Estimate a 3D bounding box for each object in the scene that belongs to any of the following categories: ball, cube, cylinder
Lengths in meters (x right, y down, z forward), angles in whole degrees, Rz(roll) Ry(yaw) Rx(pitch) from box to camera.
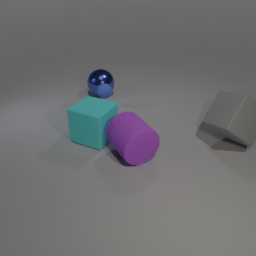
[{"bbox_3d":[-1.395,-2.329,14.447,1.400,1.400,1.400,0,30,0],"label":"ball"},{"bbox_3d":[-1.093,-1.720,13.098,0.700,0.700,0.700,0,30,0],"label":"ball"},{"bbox_3d":[3.892,-0.378,10.188,1.400,1.400,1.400,29,0,-26],"label":"cube"},{"bbox_3d":[-1.308,-0.229,10.764,1.400,1.400,1.400,15,33,22],"label":"cube"},{"bbox_3d":[0.156,0.337,9.718,1.400,1.400,1.400,-15,37,-25],"label":"cylinder"}]
